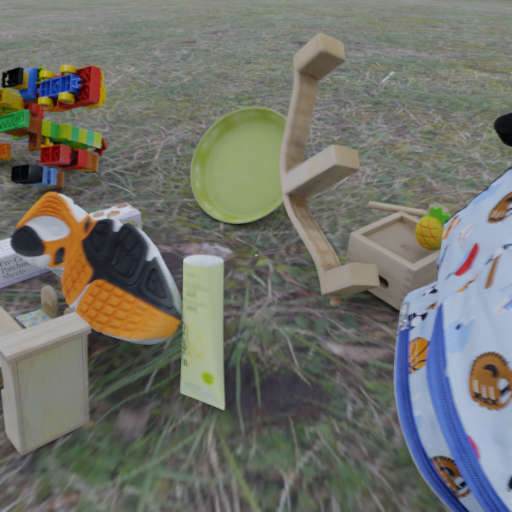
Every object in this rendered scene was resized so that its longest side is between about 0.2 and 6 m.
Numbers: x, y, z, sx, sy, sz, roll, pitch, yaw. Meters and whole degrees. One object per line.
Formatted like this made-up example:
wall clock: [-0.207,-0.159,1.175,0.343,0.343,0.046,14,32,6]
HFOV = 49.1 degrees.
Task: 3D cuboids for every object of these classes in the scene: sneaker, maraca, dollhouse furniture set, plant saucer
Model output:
sneaker: [-1.768,0.209,7.165,3.218,1.480,1.218,32,84,41]
maraca: [2.411,-0.367,7.616,0.368,0.688,0.472,-24,60,-34]
dollhouse furniture set: [-2.660,0.961,6.095,1.905,1.265,1.669,30,35,35]
plant saucer: [-0.164,-1.615,10.184,2.206,2.206,0.343,17,-4,26]

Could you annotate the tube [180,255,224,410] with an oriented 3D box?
tube: [-0.575,0.834,6.053,0.430,1.656,0.480,-1,15,-14]

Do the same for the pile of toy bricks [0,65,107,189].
pile of toy bricks: [-4.209,-2.542,11.737,4.326,2.400,2.136,3,-1,37]

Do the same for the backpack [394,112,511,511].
backpack: [2.619,1.024,4.284,3.438,2.648,3.275,37,31,-3]

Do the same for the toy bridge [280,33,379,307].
toy bridge: [0.892,-1.155,8.020,0.518,3.804,1.279,5,-17,-35]

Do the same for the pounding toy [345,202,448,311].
pounding toy: [2.222,-0.132,8.423,1.866,0.854,1.639,-23,41,-33]

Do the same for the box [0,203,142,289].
box: [-3.083,-0.171,8.842,2.680,0.555,0.518,-22,37,-33]
